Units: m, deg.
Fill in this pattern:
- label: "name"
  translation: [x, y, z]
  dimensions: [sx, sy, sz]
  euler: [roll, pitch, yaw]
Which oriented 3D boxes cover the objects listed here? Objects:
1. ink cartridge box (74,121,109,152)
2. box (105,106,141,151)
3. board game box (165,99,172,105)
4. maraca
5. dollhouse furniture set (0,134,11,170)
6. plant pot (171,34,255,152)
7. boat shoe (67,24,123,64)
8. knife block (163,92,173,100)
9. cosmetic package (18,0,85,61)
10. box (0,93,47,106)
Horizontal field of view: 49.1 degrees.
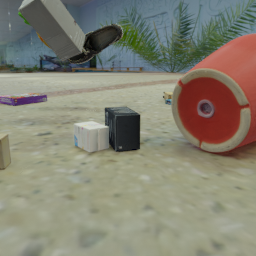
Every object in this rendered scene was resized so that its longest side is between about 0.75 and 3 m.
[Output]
- label: "ink cartridge box"
  translation: [-0.851, 0.208, 6.716]
  dimensions: [0.541, 0.556, 0.864]
  euler: [-10, 18, -38]
- label: "box"
  translation: [-0.162, -0.013, 6.948]
  dimensions: [0.621, 0.881, 1.191]
  euler: [-4, 15, -17]
- label: "board game box"
  translation: [2.326, -1.258, 13.445]
  dimensions: [0.870, 0.204, 0.657]
  euler: [-6, 15, -23]
- label: "maraca"
  translation: [-2.769, -3.628, 10.277]
  dimensions: [2.435, 1.302, 1.669]
  euler: [24, -14, -30]
- label: "dollhouse furniture set"
  translation: [-2.863, 0.469, 5.502]
  dimensions: [0.932, 0.619, 0.817]
  euler: [-1, 14, -3]
- label: "plant pot"
  translation: [2.502, -0.741, 6.778]
  dimensions: [2.400, 2.712, 2.712]
  euler: [-25, 27, -39]
- label: "boat shoe"
  translation: [-1.537, -3.620, 12.158]
  dimensions: [2.843, 1.050, 0.858]
  euler: [-21, 13, 13]
- label: "knife block"
  translation: [2.091, -1.677, 14.770]
  dimensions: [1.072, 0.391, 1.221]
  euler: [10, 17, 38]
- label: "cosmetic package"
  translation: [-1.996, -2.837, 7.633]
  dimensions: [0.797, 1.767, 0.944]
  euler: [-16, 48, 21]
- label: "box"
  translation: [-5.162, -1.447, 13.843]
  dimensions: [1.284, 0.367, 1.876]
  euler: [10, 17, 35]
